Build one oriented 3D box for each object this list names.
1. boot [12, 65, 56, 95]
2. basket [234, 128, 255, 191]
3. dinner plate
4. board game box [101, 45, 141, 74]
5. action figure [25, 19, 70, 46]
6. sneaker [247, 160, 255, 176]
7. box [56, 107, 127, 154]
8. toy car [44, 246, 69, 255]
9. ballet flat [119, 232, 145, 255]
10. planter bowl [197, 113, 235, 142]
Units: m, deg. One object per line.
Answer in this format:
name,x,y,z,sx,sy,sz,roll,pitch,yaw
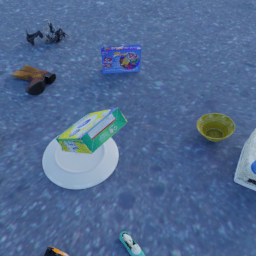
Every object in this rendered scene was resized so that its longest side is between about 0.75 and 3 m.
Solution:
boot,-4.919,-2.453,13.772,2.041,0.699,1.921,20,51,18
basket,4.841,1.130,10.096,1.361,1.239,2.008,20,50,17
dinner plate,-1.841,1.005,10.850,2.952,0.358,2.952,-1,47,1
board game box,-0.351,-3.493,14.279,1.993,1.340,0.446,-4,48,-5
action figure,-4.673,-5.530,16.264,2.426,1.238,1.442,-12,38,-9
sneaker,3.254,0.648,6.257,1.164,0.648,0.447,-28,82,-25
box,-1.118,0.088,7.688,1.322,0.545,2.254,-42,16,-26
toy car,-2.009,4.437,7.703,0.712,1.049,2.140,26,56,-37
ballet flat,0.114,3.552,8.455,0.350,0.366,1.040,-30,55,-32
planter bowl,3.544,0.104,11.416,1.484,0.618,1.484,-5,45,5
